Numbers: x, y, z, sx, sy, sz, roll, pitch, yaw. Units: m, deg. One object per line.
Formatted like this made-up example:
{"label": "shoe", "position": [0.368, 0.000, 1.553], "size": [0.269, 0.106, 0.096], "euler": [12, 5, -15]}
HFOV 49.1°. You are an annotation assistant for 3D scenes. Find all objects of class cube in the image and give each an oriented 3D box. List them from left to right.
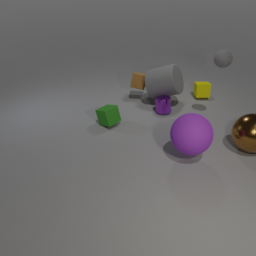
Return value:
{"label": "cube", "position": [-0.818, -0.531, 11.714], "size": [0.700, 0.700, 0.700], "euler": [-30, 26, -35]}
{"label": "cube", "position": [0.532, -2.341, 13.880], "size": [0.700, 0.700, 0.700], "euler": [13, 17, -2]}
{"label": "cube", "position": [3.761, -1.950, 14.224], "size": [0.700, 0.700, 0.700], "euler": [-1, 20, 1]}

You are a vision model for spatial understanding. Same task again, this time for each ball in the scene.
{"label": "ball", "position": [2.097, 0.205, 9.244], "size": [1.400, 1.400, 1.400], "euler": [0, 29, 0]}
{"label": "ball", "position": [3.698, -2.697, 10.895], "size": [0.700, 0.700, 0.700], "euler": [0, 29, 0]}
{"label": "ball", "position": [4.389, 0.179, 9.895], "size": [1.400, 1.400, 1.400], "euler": [0, 29, 0]}

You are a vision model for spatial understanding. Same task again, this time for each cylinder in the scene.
{"label": "cylinder", "position": [1.606, -1.064, 12.757], "size": [0.700, 0.700, 0.700], "euler": [-5, 23, 2]}
{"label": "cylinder", "position": [1.716, -2.170, 13.200], "size": [1.400, 1.400, 1.400], "euler": [-8, 22, 32]}
